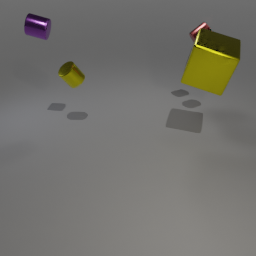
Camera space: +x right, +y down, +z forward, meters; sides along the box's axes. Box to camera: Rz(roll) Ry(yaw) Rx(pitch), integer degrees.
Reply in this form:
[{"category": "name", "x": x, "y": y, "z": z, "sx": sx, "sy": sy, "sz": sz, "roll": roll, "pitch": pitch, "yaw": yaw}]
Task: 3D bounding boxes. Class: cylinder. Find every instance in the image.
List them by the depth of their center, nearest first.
[{"category": "cylinder", "x": -2.983, "y": -3.356, "z": 9.294, "sx": 0.700, "sy": 0.700, "sz": 0.700, "roll": 14, "pitch": 29, "yaw": -7}, {"category": "cylinder", "x": -2.027, "y": -1.915, "z": 10.093, "sx": 0.700, "sy": 0.700, "sz": 0.700, "roll": -17, "pitch": 52, "yaw": 23}, {"category": "cylinder", "x": 2.960, "y": -3.772, "z": 11.325, "sx": 0.700, "sy": 0.700, "sz": 0.700, "roll": -36, "pitch": 30, "yaw": 11}]

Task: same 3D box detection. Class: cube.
[{"category": "cube", "x": 2.679, "y": -2.157, "z": 9.093, "sx": 1.400, "sy": 1.400, "sz": 1.400, "roll": 20, "pitch": 44, "yaw": 6}]
